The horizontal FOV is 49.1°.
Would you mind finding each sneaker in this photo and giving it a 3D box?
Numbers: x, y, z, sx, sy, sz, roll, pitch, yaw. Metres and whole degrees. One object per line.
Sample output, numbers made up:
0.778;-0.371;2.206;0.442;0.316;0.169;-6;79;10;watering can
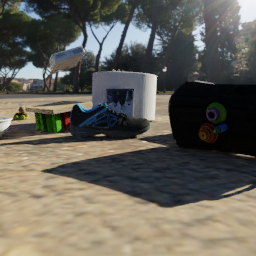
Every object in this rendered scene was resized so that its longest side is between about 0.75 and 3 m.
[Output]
-0.510;-0.241;8.262;2.424;0.993;0.887;0;8;-7;sneaker

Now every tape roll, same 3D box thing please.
-0.173;-1.346;12.026;2.766;1.899;2.766;3;5;0;tape roll

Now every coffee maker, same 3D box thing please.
2.178;-0.247;5.993;2.515;1.694;2.416;5;11;37;coffee maker

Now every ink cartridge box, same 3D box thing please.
-1.404;-1.490;6.225;0.710;0.221;0.883;-27;6;-25;ink cartridge box

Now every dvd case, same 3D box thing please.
-0.327;-0.737;10.220;1.103;1.467;0.181;1;-15;9;dvd case

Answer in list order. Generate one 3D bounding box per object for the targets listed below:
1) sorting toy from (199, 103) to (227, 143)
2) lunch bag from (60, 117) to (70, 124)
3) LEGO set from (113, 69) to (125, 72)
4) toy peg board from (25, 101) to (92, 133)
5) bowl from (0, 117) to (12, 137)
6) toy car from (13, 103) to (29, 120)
1.644;-0.054;5.523;0.347;0.845;0.508;-18;36;-40;sorting toy
-2.585;-0.596;11.069;1.408;0.895;1.194;-6;9;-5;lunch bag
-0.422;-2.348;12.083;0.638;0.279;0.983;-7;2;38;LEGO set
-2.326;-0.408;9.591;1.642;0.803;1.635;8;17;41;toy peg board
-4.025;-0.006;8.199;1.205;0.542;1.205;-1;8;0;bowl
-4.793;-0.760;12.514;0.594;0.752;0.618;0;8;-2;toy car
